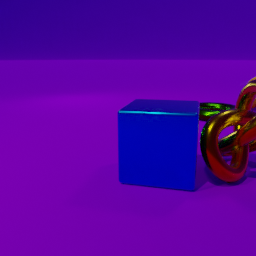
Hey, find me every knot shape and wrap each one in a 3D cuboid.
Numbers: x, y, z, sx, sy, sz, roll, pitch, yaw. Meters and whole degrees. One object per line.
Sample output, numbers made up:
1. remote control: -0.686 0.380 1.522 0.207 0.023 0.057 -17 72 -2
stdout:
1. knot shape: 1.761 0.117 4.368 0.741 1.603 1.500 34 -5 30

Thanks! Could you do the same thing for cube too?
1. cube: 0.505 0.180 4.273 1.083 1.083 1.083 3 15 14

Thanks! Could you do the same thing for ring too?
1. ring: 2.556 -0.495 8.325 1.624 0.325 1.624 0 15 0

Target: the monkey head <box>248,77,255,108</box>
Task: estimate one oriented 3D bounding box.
1. monkey head: 4.343 -1.093 9.080 0.951 1.578 1.135 -38 48 -22
